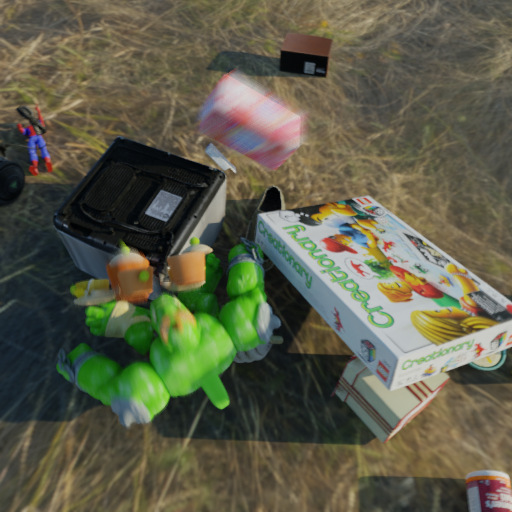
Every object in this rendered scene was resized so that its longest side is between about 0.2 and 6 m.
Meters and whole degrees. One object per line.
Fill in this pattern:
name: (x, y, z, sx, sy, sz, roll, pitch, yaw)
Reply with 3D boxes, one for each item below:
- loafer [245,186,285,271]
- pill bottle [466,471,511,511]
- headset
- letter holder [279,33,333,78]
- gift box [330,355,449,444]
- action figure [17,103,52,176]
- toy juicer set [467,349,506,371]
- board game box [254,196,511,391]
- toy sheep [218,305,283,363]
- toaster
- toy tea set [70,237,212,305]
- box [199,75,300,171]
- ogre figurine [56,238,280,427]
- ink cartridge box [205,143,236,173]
loafer: (0.149, -0.611, 11.379, 0.767, 0.710, 2.038, 7, 56, 5)
pill bottle: (3.525, 3.869, 8.369, 0.626, 0.626, 1.143, 4, 56, 3)
headset: (-5.732, -2.000, 11.966, 2.813, 1.322, 1.737, -41, 65, -12)
letter holder: (1.308, -5.265, 14.627, 1.264, 0.636, 0.899, 10, 54, 7)
gift box: (2.061, 2.070, 9.146, 1.457, 1.344, 1.360, -27, 59, -27)
action figure: (-5.101, -2.762, 12.807, 0.574, 0.870, 1.758, -17, 55, -12)
toy juicer set: (4.031, 1.496, 10.051, 1.951, 0.531, 1.241, 11, 56, 8)
board game box: (2.074, 0.337, 9.674, 2.626, 0.720, 4.161, -12, 37, -26)
toy sheep: (-0.210, 1.383, 9.817, 1.493, 1.029, 1.029, 0, 50, 36)
toaster: (-2.176, -0.631, 10.815, 2.544, 1.669, 2.813, 19, 58, 13)
toy tea set: (-1.661, 0.147, 8.664, 2.415, 1.436, 0.894, -12, 83, 23)
box: (-0.097, -2.451, 10.390, 1.705, 0.807, 0.875, 23, 52, -24)
ogre figurine: (-1.224, 1.253, 9.221, 3.938, 1.932, 2.361, -15, 29, -23)
ink cartridge box: (-0.687, -1.855, 10.843, 0.153, 0.692, 0.705, -42, 104, 9)
